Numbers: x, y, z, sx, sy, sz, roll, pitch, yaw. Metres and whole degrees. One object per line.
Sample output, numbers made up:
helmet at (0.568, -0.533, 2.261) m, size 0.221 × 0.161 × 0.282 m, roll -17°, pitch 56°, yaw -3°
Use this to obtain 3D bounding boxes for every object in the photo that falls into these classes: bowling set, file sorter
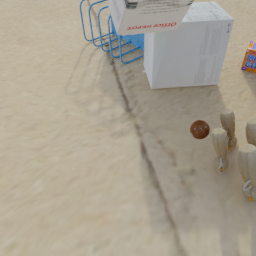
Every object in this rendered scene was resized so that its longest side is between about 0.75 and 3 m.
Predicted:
bowling set at (2.458, 0.338, 6.682) m, size 1.725 × 1.331 × 2.479 m, roll 7°, pitch 39°, yaw 37°
file sorter at (-0.421, -3.946, 10.920) m, size 1.681 × 1.901 × 2.740 m, roll -30°, pitch 49°, yaw -25°

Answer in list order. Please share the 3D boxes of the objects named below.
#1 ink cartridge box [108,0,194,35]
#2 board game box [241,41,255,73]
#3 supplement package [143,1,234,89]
ink cartridge box at (0.677, -3.300, 6.225) m, size 1.768 × 2.443 × 1.030 m, roll -12°, pitch 73°, yaw -18°
board game box at (4.637, -2.539, 10.073) m, size 0.800 × 0.799 × 0.799 m, roll 19°, pitch 44°, yaw 21°
supplement package at (1.791, -2.707, 9.167) m, size 2.328 × 2.226 × 1.712 m, roll -5°, pitch 41°, yaw -5°
